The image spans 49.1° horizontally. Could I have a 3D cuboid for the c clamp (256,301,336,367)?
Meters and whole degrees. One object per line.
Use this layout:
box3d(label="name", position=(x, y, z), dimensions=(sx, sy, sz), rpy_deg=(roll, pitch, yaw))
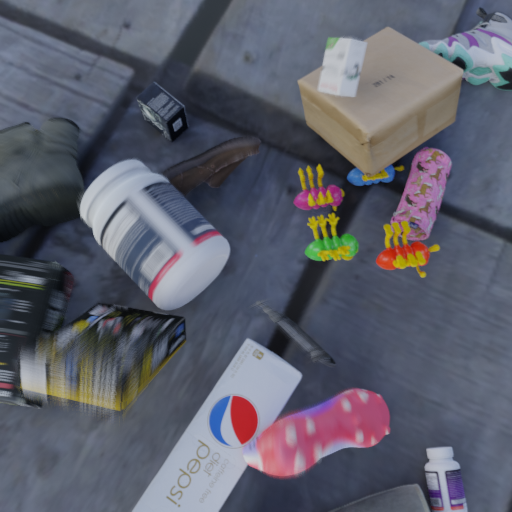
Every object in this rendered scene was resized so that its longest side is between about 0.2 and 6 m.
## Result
box3d(label="c clamp", position=(0.652, 1.274, 8.831), dimensions=(1.438, 1.228, 0.195), rpy_deg=(41, 94, 18))

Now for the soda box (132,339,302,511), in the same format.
box3d(label="soda box", position=(-0.593, 2.922, 8.436), dimensions=(1.041, 1.114, 3.270), rpy_deg=(32, 75, 9))

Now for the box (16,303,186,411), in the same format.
box3d(label="box", position=(-2.179, 1.390, 8.295), dimensions=(1.625, 2.035, 0.502), rpy_deg=(6, 110, 16))

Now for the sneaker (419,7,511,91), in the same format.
box3d(label="sneaker", position=(4.178, -4.166, 10.816), dimensions=(2.354, 0.915, 1.646), rpy_deg=(10, 71, -7))

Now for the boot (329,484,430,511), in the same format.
box3d(label="boot", position=(1.292, 4.864, 8.002), dimensions=(2.920, 1.059, 2.655), rpy_deg=(-5, 75, -9))

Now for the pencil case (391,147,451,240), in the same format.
box3d(label="pencil case", position=(2.933, -1.099, 9.925), dimensions=(0.677, 0.707, 1.635), rpy_deg=(12, 70, 33))

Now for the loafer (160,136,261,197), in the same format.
box3d(label="loafer", position=(-0.742, -1.568, 9.991), dimensions=(1.883, 0.688, 0.668), rpy_deg=(-22, 106, 8))

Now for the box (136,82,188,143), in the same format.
box3d(label="box", position=(-1.713, -2.639, 10.335), dimensions=(0.768, 0.781, 0.484), rpy_deg=(42, 77, 12))

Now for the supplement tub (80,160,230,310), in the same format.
box3d(label="supplement tub", position=(-1.658, -0.349, 9.217), dimensions=(1.547, 1.547, 2.205), rpy_deg=(-42, 78, -12))

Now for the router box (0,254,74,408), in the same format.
box3d(label="router box", position=(-4.741, 1.090, 9.070), dimensions=(3.024, 0.939, 2.266), rpy_deg=(8, 71, 3))

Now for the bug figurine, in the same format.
box3d(label="bug figurine", position=(1.771, -0.687, 9.562), dimensions=(2.141, 0.710, 2.761), rpy_deg=(-6, 54, -5))

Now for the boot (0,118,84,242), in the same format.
box3d(label="boot", position=(-4.513, -1.341, 9.985), dimensions=(2.983, 1.010, 1.949), rpy_deg=(-15, 64, -7))

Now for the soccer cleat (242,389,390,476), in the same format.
box3d(label="soccer cleat", position=(0.988, 2.575, 8.308), dimensions=(2.642, 1.010, 0.881), rpy_deg=(-5, 77, -44))

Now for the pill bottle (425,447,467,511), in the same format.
box3d(label="pill bottle", position=(2.885, 3.440, 8.589), dimensions=(0.522, 0.522, 0.936), rpy_deg=(-4, 73, -1))

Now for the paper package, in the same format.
box3d(label="paper package", position=(2.154, -2.758, 9.882), dimensions=(2.137, 1.105, 2.036), rpy_deg=(-33, 56, -11))

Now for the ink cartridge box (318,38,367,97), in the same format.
box3d(label="ink cartridge box", position=(1.357, -2.997, 8.908), dimensions=(0.356, 0.616, 0.844), rpy_deg=(-1, 112, -30))
